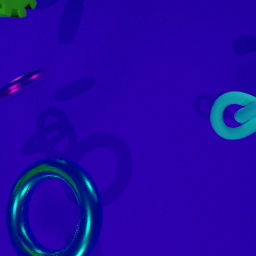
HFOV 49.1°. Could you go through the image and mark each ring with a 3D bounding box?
[{"bbox_3d":[-1.384,1.551,5.083,2.060,0.412,2.060,-4,80,23],"label":"ring"},{"bbox_3d":[-2.221,-0.884,5.860,1.364,1.364,0.273,-31,104,-11],"label":"ring"}]

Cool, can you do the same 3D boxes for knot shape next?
[{"bbox_3d":[1.912,-0.196,4.481,1.137,1.215,0.562,-1,56,16],"label":"knot shape"}]

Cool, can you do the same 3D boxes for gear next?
[{"bbox_3d":[-2.668,-3.440,6.033,0.363,1.965,1.965,7,69,20],"label":"gear"}]
